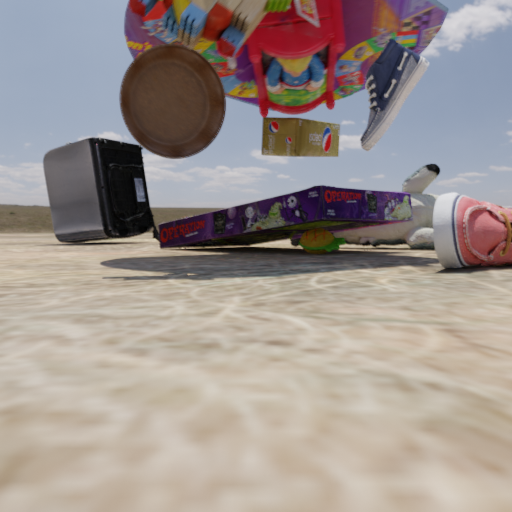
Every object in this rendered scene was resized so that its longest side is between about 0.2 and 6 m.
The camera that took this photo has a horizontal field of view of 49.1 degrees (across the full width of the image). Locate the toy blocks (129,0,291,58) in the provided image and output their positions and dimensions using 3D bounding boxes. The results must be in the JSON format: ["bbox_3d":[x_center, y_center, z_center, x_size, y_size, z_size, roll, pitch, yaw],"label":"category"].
[{"bbox_3d":[-0.647,-3.029,6.631,1.759,1.202,0.879,33,-21,-4],"label":"toy blocks"}]

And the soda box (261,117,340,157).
[{"bbox_3d":[1.081,-2.691,12.854,0.877,0.829,2.588,8,13,27],"label":"soda box"}]

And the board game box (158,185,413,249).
[{"bbox_3d":[0.475,-0.742,12.460,3.024,0.814,5.038,3,-8,-44],"label":"board game box"}]

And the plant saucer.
[{"bbox_3d":[-1.312,-2.390,8.754,1.719,1.719,0.314,-2,13,-28],"label":"plant saucer"}]

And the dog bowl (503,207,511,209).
[{"bbox_3d":[4.324,-0.459,9.371,1.595,0.628,1.595,2,1,0],"label":"dog bowl"}]

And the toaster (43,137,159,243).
[{"bbox_3d":[-4.897,-1.940,18.113,2.095,3.531,3.193,-7,5,17],"label":"toaster"}]

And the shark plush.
[{"bbox_3d":[3.065,-0.467,13.941,4.455,2.024,1.855,-20,-24,17],"label":"shark plush"}]

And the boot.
[{"bbox_3d":[1.866,-2.426,8.491,0.713,1.579,0.575,31,9,-5],"label":"boot"}]

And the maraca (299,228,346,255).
[{"bbox_3d":[1.269,-0.267,10.845,0.952,0.509,0.652,12,38,39],"label":"maraca"}]

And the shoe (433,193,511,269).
[{"bbox_3d":[3.263,-0.331,7.368,1.237,0.972,2.720,-2,-2,34],"label":"shoe"}]

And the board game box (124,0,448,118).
[{"bbox_3d":[0.509,-3.335,9.723,5.508,1.072,4.352,6,-17,-40],"label":"board game box"}]
